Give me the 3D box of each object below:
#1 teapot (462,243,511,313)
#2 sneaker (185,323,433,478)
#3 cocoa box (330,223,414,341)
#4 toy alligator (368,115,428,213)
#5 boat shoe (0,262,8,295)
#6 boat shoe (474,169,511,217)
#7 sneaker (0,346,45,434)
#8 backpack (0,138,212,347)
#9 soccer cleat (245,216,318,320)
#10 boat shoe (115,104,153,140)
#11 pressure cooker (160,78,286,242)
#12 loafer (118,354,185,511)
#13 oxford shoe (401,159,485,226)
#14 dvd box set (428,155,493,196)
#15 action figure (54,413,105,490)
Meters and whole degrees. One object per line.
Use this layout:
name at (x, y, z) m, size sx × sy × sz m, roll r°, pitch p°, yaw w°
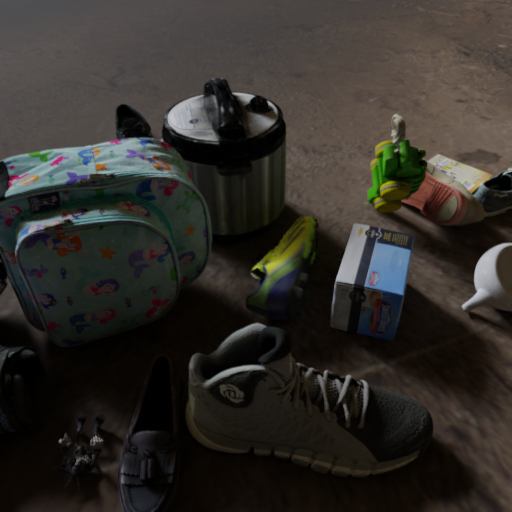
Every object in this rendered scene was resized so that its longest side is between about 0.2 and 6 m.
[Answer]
teapot at (4.247, 0.416, 9.643) m, size 1.247 × 0.911 × 1.231 m, roll 12°, pitch 68°, yaw -13°
sneaker at (0.687, 1.762, 7.143) m, size 3.358 × 1.939 × 1.260 m, roll 2°, pitch 40°, yaw 3°
cocoa box at (1.971, 0.409, 9.434) m, size 1.076 × 1.094 × 1.640 m, roll 12°, pitch 41°, yaw 13°
toy alligator at (2.768, -1.661, 10.477) m, size 0.944 × 3.480 × 1.032 m, roll -4°, pitch 75°, yaw 2°
boat shoe at (-5.068, 1.136, 8.811) m, size 2.847 × 1.320 × 1.063 m, roll -44°, pitch 98°, yaw -16°
boat shoe at (5.509, -1.494, 12.076) m, size 2.173 × 0.671 × 0.791 m, roll -22°, pitch 45°, yaw -25°
sneaker at (-3.758, 2.199, 7.307) m, size 1.527 × 1.053 × 2.745 m, roll -4°, pitch 32°, yaw 8°
backpack at (-2.312, -0.296, 8.900) m, size 3.243 × 2.879 × 2.441 m, roll -18°, pitch 45°, yaw -19°
soccer cleat at (0.501, 0.077, 10.064) m, size 1.111 × 0.859 × 2.656 m, roll 4°, pitch 39°, yaw 14°
boat shoe at (-3.040, -3.080, 13.808) m, size 0.883 × 0.783 × 2.363 m, roll -20°, pitch 42°, yaw -3°
pressure cooker at (-0.603, -2.016, 11.047) m, size 2.456 × 2.793 × 2.495 m, roll 25°, pitch 47°, yaw 27°
loafer at (-1.385, 2.332, 7.409) m, size 0.826 × 0.724 × 2.298 m, roll 0°, pitch 40°, yaw 0°
oxford shoe at (3.693, -1.452, 12.033) m, size 1.050 × 1.006 × 2.844 m, roll 7°, pitch 34°, yaw -31°
dvd box set at (4.528, -1.838, 12.861) m, size 1.418 × 0.208 × 1.037 m, roll 31°, pitch 49°, yaw 32°
action figure at (-2.307, 2.524, 7.378) m, size 0.580 × 0.498 × 0.976 m, roll 7°, pitch 37°, yaw -8°
